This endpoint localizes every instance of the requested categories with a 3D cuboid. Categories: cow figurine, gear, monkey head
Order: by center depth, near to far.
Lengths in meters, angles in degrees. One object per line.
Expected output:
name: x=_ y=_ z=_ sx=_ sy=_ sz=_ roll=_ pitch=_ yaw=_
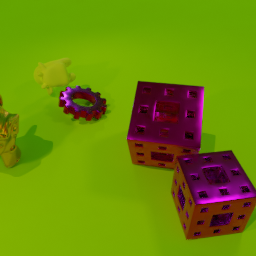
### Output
monkey head: x=-2.984 y=0.206 z=6.047 sx=1.203 sy=1.436 sz=1.996 roll=17 pitch=52 yaw=13
gear: x=-1.261 y=-0.717 z=7.861 sx=1.333 sy=0.247 sz=1.333 roll=13 pitch=37 yaw=-10
cow figurine: x=-2.186 y=-1.472 z=7.865 sx=1.601 sy=0.879 sz=1.576 roll=-1 pitch=22 yaw=33

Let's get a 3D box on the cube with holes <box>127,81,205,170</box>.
cube with holes: x=0.818 y=-0.004 z=6.050 sx=1.370 sy=1.370 sz=1.370 roll=6 pitch=64 yaw=9

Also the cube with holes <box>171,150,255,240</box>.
cube with holes: x=1.501 y=1.215 z=5.151 sx=1.083 sy=1.083 sz=1.083 roll=-5 pitch=40 yaw=-6
